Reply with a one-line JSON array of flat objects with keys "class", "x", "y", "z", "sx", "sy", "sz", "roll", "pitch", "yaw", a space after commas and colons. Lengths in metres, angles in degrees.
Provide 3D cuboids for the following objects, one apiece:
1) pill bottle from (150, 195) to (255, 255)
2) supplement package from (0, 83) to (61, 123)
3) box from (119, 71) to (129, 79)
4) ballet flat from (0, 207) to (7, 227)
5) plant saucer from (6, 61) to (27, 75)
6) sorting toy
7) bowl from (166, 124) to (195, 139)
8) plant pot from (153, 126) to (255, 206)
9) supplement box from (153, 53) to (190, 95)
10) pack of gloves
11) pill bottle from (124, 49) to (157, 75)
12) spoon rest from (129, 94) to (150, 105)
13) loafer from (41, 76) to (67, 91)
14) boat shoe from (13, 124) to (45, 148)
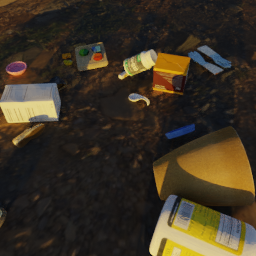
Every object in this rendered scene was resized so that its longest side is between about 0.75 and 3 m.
[{"class": "pill bottle", "x": 2.167, "y": 2.942, "z": 6.955, "sx": 2.953, "sy": 1.644, "sz": 1.644, "roll": 19, "pitch": 49, "yaw": 17}, {"class": "supplement package", "x": -3.789, "y": -0.992, "z": 11.061, "sx": 1.988, "sy": 1.089, "sz": 1.130, "roll": -2, "pitch": 47, "yaw": -2}, {"class": "box", "x": -0.034, "y": -2.601, "z": 13.214, "sx": 0.200, "sy": 0.187, "sz": 0.966, "roll": 35, "pitch": 56, "yaw": 29}, {"class": "ballet flat", "x": -4.301, "y": 2.933, "z": 7.785, "sx": 0.664, "sy": 0.457, "sz": 1.970, "roll": 33, "pitch": 55, "yaw": 27}, {"class": "plant saucer", "x": -5.306, "y": -2.822, "z": 13.387, "sx": 0.957, "sy": 0.243, "sz": 0.957, "roll": 0, "pitch": 46, "yaw": 0}, {"class": "sorting toy", "x": -2.158, "y": -3.510, "z": 13.802, "sx": 2.157, "sy": 0.289, "sz": 1.607, "roll": -12, "pitch": 56, "yaw": -3}, {"class": "bowl", "x": 1.873, "y": 0.134, "z": 9.983, "sx": 1.074, "sy": 1.074, "sz": 0.211, "roll": -20, "pitch": 90, "yaw": -18}, {"class": "plant pot", "x": 2.072, "y": 1.328, "z": 8.349, "sx": 2.477, "sy": 2.308, "sz": 2.308, "roll": -12, "pitch": 46, "yaw": 8}, {"class": "supplement box", "x": 1.839, "y": -2.302, "z": 12.012, "sx": 1.364, "sy": 1.383, "sz": 0.918, "roll": 12, "pitch": 59, "yaw": 11}, {"class": "pack of gloves", "x": 4.003, "y": -3.283, "z": 13.862, "sx": 1.648, "sy": 0.387, "sz": 1.962, "roll": -25, "pitch": 57, "yaw": -32}, {"class": "pill bottle", "x": 0.576, "y": -2.937, "z": 12.520, "sx": 1.409, "sy": 0.797, "sz": 0.797, "roll": -16, "pitch": 36, "yaw": 35}, {"class": "spoon rest", "x": 0.470, "y": -1.243, "z": 11.868, "sx": 0.933, "sy": 0.283, "sz": 0.463, "roll": 20, "pitch": 50, "yaw": 17}, {"class": "loafer", "x": -3.374, "y": -1.680, "z": 12.092, "sx": 0.591, "sy": 0.595, "sz": 1.636, "roll": 31, "pitch": 55, "yaw": 20}, {"class": "boat shoe", "x": -3.680, "y": 0.199, "z": 10.388, "sx": 0.402, "sy": 0.444, "sz": 1.246, "roll": 33, "pitch": 56, "yaw": 27}]
